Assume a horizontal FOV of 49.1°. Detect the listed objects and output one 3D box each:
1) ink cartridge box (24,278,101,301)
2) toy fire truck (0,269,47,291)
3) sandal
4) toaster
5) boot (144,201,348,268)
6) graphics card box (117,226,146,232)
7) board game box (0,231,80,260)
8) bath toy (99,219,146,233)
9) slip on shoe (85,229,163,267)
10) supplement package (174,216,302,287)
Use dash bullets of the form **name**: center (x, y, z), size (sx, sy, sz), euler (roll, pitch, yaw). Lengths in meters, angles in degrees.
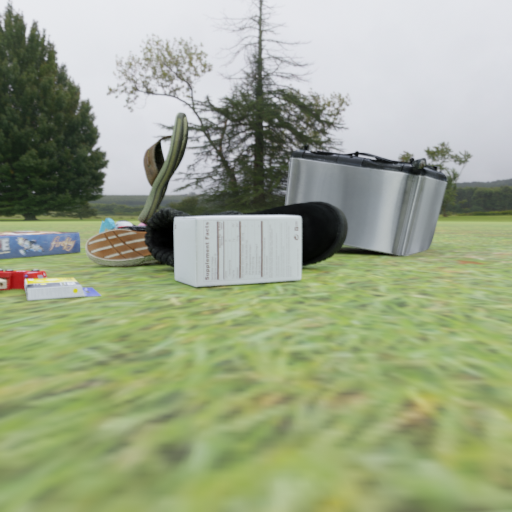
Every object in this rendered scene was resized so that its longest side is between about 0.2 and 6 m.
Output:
- **ink cartridge box**: center (-2.087, 0.341, 6.010), size (0.723, 0.170, 0.715), euler (-4, 5, -24)
- **toy fire truck**: center (-2.864, 0.292, 6.191), size (0.918, 0.224, 0.647), euler (1, 5, -3)
- **sandal**: center (-2.384, -2.117, 13.496), size (0.828, 2.901, 1.152), euler (26, 16, -4)
- **toaster**: center (2.404, -1.264, 12.350), size (2.972, 1.951, 3.287), euler (12, 10, 26)
- **boot**: center (-0.150, -0.298, 8.363), size (2.611, 0.982, 1.952), euler (-10, -8, 32)
- **graphics card box**: center (-2.076, -0.424, 12.986), size (1.388, 0.563, 2.213), euler (-4, 4, -44)
- **board game box**: center (-5.105, -0.225, 11.170), size (1.752, 0.448, 2.587), euler (3, 6, 29)
- **bath toy**: center (-2.858, -0.653, 14.371), size (2.219, 0.820, 0.965), euler (-5, 40, -40)
- **slip on shoe**: center (-1.887, -0.096, 9.318), size (1.834, 0.697, 0.555), euler (-12, -32, -25)
- **supplement package**: center (-0.238, -0.089, 7.047), size (1.426, 0.836, 0.833), euler (-2, 5, -25)
